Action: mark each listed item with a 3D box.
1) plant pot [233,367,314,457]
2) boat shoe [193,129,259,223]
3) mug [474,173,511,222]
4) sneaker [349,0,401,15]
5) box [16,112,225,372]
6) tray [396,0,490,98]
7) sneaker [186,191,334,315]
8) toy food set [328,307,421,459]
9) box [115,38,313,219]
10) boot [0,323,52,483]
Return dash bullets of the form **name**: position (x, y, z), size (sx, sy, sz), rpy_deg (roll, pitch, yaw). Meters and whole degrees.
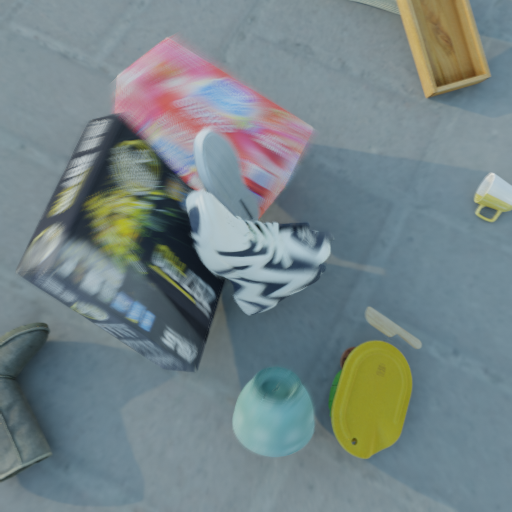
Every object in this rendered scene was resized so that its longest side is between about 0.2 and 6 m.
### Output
- **plant pot**: position (0.287, 2.288, 8.665), size (1.290, 0.864, 1.290), rpy_deg (2, 32, -1)
- **boat shoe**: position (-0.597, -1.159, 8.983), size (0.646, 2.081, 0.749), rpy_deg (18, 61, 34)
- **mug**: position (4.596, -1.104, 10.726), size (0.641, 0.781, 0.626), rpy_deg (27, 39, 0)
- **sneaker**: position (2.505, -6.302, 12.300), size (2.795, 1.048, 1.181), rpy_deg (21, 78, -3)
- **box**: position (-1.718, -0.076, 8.696), size (0.823, 3.350, 2.700), rpy_deg (-2, 57, 32)
- **tray**: position (3.794, -4.730, 11.584), size (1.288, 0.484, 2.612), rpy_deg (-17, 92, -7)
- **sneaker**: position (0.214, -0.237, 8.796), size (1.877, 2.884, 1.151), rpy_deg (-22, 44, 8)
- **toy food set**: position (1.855, 2.180, 9.439), size (1.360, 0.755, 2.312), rpy_deg (27, 72, -16)
- **box**: position (-0.833, -2.191, 10.085), size (3.164, 1.624, 1.498), rpy_deg (32, 54, 5)
- **boot**: position (-3.910, 2.395, 9.273), size (1.894, 0.756, 2.083), rpy_deg (-35, 66, 3)
